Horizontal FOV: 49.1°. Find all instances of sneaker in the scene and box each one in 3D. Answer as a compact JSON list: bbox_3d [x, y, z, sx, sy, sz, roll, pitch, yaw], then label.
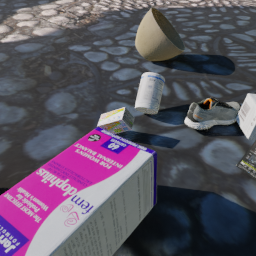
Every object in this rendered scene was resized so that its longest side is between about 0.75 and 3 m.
[{"bbox_3d":[2.497,-0.498,7.859,1.971,0.781,0.728,-13,34,-28],"label":"sneaker"}]

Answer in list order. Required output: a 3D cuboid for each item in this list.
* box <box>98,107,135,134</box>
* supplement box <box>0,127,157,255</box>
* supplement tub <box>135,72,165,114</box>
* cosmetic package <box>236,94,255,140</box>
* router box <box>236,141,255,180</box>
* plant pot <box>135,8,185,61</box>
[{"bbox_3d":[-0.318,-0.158,7.335,0.832,0.468,0.422,-15,44,34],"label":"box"},{"bbox_3d":[-0.842,1.392,4.645,1.413,1.443,2.792,22,43,31],"label":"supplement box"},{"bbox_3d":[0.644,-1.014,8.227,0.713,0.713,1.081,11,81,15],"label":"supplement tub"},{"bbox_3d":[3.626,-0.273,7.345,1.076,0.887,0.888,3,38,-8],"label":"cosmetic package"},{"bbox_3d":[2.944,0.751,5.826,0.363,0.876,1.169,32,8,-21],"label":"router box"},{"bbox_3d":[1.118,-3.519,11.304,2.082,1.397,2.082,35,35,-30],"label":"plant pot"}]
